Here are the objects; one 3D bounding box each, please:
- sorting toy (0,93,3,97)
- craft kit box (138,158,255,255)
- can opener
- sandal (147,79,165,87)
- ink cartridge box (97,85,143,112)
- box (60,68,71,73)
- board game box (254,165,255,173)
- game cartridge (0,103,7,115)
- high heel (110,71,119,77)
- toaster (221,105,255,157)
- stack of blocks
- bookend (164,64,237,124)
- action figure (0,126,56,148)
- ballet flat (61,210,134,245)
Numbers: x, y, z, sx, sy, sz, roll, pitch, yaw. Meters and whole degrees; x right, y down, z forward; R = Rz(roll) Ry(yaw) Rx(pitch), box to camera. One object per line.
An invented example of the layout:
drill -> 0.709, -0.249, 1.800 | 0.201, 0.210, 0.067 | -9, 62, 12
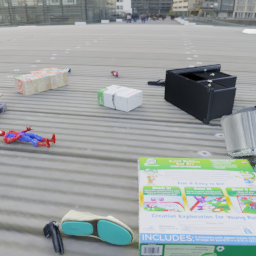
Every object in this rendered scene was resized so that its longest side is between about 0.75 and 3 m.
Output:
sorting toy -> -5.990, -1.087, 11.021 | 1.711, 0.337, 1.849 | -5, 15, -12
craft kit box -> 1.573, 1.565, 5.917 | 2.761, 0.670, 2.727 | 1, 28, 2
can opener -> -1.368, 2.073, 5.318 | 0.258, 0.320, 0.813 | 31, 6, -40
sandal -> 1.651, -2.373, 14.617 | 1.306, 0.280, 0.496 | 4, 26, 8
ink cartridge box -> -0.329, -1.278, 11.834 | 1.580, 0.666, 1.154 | 17, 30, 32
box -> -3.928, -3.397, 16.896 | 0.683, 0.188, 1.000 | 3, 25, 7
board game box -> 4.155, 1.451, 6.186 | 1.852, 0.548, 2.435 | 2, 25, 5
game cartridge -> -5.817, -0.402, 10.303 | 1.636, 0.485, 2.524 | 5, 25, 2
high heel -> -0.784, -3.191, 16.262 | 0.446, 0.313, 0.930 | 6, 19, -10
toaster -> 3.373, 0.117, 7.648 | 1.093, 1.243, 1.924 | -4, -8, -9
stack of blocks -> -4.420, -2.406, 14.162 | 1.408, 0.716, 2.445 | 21, 33, 37
bookend -> 3.539, -1.562, 11.620 | 2.969, 1.376, 2.988 | -11, 28, -22
action figure -> -3.285, 0.262, 8.875 | 1.917, 0.496, 0.627 | 4, 28, 14
ballet flat -> -0.565, 1.869, 5.433 | 1.480, 0.514, 0.514 | 6, 26, 13
